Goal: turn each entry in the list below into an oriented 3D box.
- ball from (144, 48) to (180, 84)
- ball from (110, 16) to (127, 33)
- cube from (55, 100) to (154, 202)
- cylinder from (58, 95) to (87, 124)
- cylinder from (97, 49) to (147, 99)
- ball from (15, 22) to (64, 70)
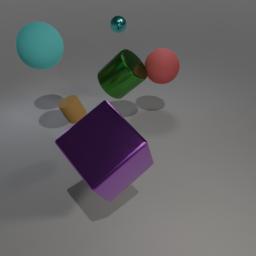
[{"bbox_3d":[1.356,-2.464,11.209,1.400,1.400,1.400,0,33,0],"label":"ball"},{"bbox_3d":[-0.410,-4.399,11.899,0.700,0.700,0.700,0,33,0],"label":"ball"},{"bbox_3d":[-0.452,0.548,6.168,1.400,1.400,1.400,-40,65,-8],"label":"cube"},{"bbox_3d":[-1.843,-0.628,9.333,0.700,0.700,0.700,-18,36,14],"label":"cylinder"},{"bbox_3d":[-0.222,-2.064,10.829,1.400,1.400,1.400,-35,16,33],"label":"cylinder"},{"bbox_3d":[-2.681,-2.494,8.540,1.400,1.400,1.400,0,33,0],"label":"ball"}]
